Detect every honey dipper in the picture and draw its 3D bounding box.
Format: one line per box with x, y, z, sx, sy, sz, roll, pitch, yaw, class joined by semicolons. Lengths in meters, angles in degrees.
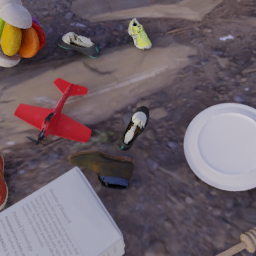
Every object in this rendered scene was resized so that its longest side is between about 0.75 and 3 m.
2.428;3.285;7.128;2.637;0.501;0.501;-23;61;-11;honey dipper

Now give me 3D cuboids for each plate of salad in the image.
3.139;0.545;8.590;2.791;0.670;2.791;-6;67;14;plate of salad

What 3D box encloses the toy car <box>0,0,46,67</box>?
-4.235;-3.747;10.752;1.982;2.313;2.643;-3;48;-44;toy car

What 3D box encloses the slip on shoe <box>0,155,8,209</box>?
-3.914;1.516;8.164;0.672;0.555;1.815;-11;60;-9;slip on shoe

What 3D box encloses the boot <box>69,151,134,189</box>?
-0.812;1.250;8.224;1.977;0.739;0.958;3;56;0;boot

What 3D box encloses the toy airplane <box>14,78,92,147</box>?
-2.337;-0.608;9.499;2.883;0.530;2.883;1;59;-1;toy airplane

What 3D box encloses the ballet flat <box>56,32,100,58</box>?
-2.026;-3.442;11.175;2.013;0.735;0.735;24;61;15;ballet flat

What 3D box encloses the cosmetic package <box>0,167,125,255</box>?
-1.597;2.663;6.565;2.423;2.027;2.015;-31;62;-19;cosmetic package

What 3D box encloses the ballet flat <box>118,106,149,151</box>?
0.246;-0.022;8.767;0.562;0.565;1.653;27;76;1;ballet flat

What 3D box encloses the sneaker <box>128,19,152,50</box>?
0.449;-3.826;11.459;0.599;0.607;1.589;-25;62;-16;sneaker
